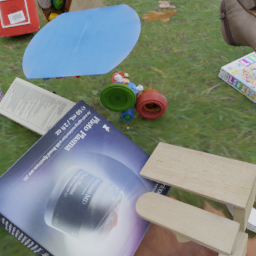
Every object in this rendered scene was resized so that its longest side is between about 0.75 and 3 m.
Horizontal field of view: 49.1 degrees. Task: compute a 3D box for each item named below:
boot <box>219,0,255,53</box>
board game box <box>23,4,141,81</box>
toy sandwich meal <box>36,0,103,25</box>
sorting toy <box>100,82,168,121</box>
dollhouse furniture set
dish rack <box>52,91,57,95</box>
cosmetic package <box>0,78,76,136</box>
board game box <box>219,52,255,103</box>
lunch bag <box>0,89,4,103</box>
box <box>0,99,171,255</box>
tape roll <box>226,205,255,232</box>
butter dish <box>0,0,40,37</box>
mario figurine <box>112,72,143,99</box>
[{"bbox_3d":[3.312,-2.580,7.568,0.989,2.059,2.816,-9,94,-9],"label":"boot"},{"bbox_3d":[-1.038,-1.895,6.666,2.907,0.566,2.296,0,57,20],"label":"board game box"},{"bbox_3d":[-1.575,-3.560,7.802,0.704,2.055,2.055,33,56,27],"label":"toy sandwich meal"},{"bbox_3d":[0.168,-0.984,9.181,2.241,1.346,0.920,17,46,-16],"label":"sorting toy"},{"bbox_3d":[1.241,2.205,5.825,2.072,2.543,2.418,13,48,32],"label":"dollhouse furniture set"},{"bbox_3d":[-3.221,-1.101,9.935,1.202,0.328,0.922,26,53,22],"label":"dish rack"},{"bbox_3d":[-2.648,-0.472,8.721,2.507,0.891,1.319,26,80,20],"label":"cosmetic package"},{"bbox_3d":[5.117,-2.137,10.736,2.686,0.460,1.805,-27,54,-22],"label":"board game box"},{"bbox_3d":[-4.982,-0.882,9.439,1.074,0.805,1.266,10,55,9],"label":"lunch bag"},{"bbox_3d":[-0.957,1.444,6.100,2.849,1.770,2.872,39,56,-3],"label":"box"},{"bbox_3d":[3.466,1.856,7.329,1.813,0.331,1.813,1,49,-1],"label":"tape roll"},{"bbox_3d":[-4.956,-5.024,12.760,1.897,1.402,1.891,-11,91,-3],"label":"butter dish"},{"bbox_3d":[0.063,-1.579,9.997,0.795,0.926,1.501,-43,64,-17],"label":"mario figurine"}]
